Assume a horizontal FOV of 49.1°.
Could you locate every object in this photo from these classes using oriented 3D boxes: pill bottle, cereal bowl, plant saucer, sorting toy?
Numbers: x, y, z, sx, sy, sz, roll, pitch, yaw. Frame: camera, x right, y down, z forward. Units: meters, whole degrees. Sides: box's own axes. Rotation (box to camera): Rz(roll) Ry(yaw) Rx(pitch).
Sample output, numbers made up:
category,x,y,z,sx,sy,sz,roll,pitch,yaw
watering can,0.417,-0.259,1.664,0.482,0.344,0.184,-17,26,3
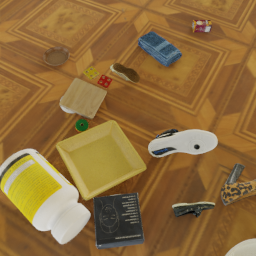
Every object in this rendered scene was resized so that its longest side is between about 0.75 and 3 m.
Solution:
category,x,y,z,sx,sy,sz,roll,pitch,yaw
pill bottle,-2.574,2.097,8.676,2.897,1.612,1.612,37,65,21
cereal bowl,-2.324,-0.907,11.205,0.845,0.352,0.845,16,48,-18
cereal bowl,3.632,4.359,7.614,2.455,1.022,2.455,0,59,0
plant saucer,-0.957,1.115,9.813,2.370,0.574,2.370,-24,61,-21
sorting toy,-1.746,-1.181,11.243,1.412,0.495,2.928,24,61,1
plant saucer,-3.256,-3.240,12.810,1.197,0.219,1.197,0,58,-1

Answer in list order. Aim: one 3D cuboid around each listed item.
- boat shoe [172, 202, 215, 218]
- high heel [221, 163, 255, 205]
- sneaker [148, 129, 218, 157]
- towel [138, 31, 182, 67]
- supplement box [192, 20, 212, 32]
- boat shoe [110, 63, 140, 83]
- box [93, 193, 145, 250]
category,x,y,z,sx,sy,sz,roll,pitch,yaw
boat shoe,2.127,2.653,8.984,1.348,0.504,0.447,-2,59,0
high heel,4.279,2.197,8.993,2.359,0.842,1.682,19,52,30
sneaker,1.930,0.334,9.745,2.318,0.847,1.297,-9,16,23
towel,1.462,-3.714,12.943,1.124,0.489,2.013,-37,65,-21
supplement box,3.645,-5.033,13.826,0.871,0.373,0.481,-1,58,0
boat shoe,-0.109,-2.329,11.830,1.377,0.432,0.505,28,77,-27
box,-0.301,2.859,8.622,1.425,0.883,1.400,-6,58,-3
